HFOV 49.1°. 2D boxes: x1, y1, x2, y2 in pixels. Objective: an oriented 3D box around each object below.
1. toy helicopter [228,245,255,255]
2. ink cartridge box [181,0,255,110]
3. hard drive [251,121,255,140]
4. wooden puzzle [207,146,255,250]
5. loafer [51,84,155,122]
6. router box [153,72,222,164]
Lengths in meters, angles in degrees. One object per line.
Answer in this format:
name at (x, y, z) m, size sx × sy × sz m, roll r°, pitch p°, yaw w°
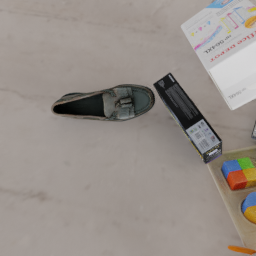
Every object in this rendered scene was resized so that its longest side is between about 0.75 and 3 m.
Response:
toy helicopter at (2.910, 2.975, 5.078) m, size 2.622 × 1.034 × 1.734 m, roll -1°, pitch 56°, yaw -5°
ink cartridge box at (2.603, -1.823, 6.726) m, size 1.601 × 1.560 × 2.491 m, roll -32°, pitch 42°, yaw 19°
hard drive at (3.581, -0.024, 7.141) m, size 0.658 × 0.178 × 0.943 m, roll 21°, pitch 60°, yaw 17°
wooden puzzle at (3.229, 1.359, 6.388) m, size 2.165 × 0.541 × 2.338 m, roll -9°, pitch 52°, yaw -5°
loafer at (-0.652, -0.531, 6.943) m, size 2.602 × 0.818 × 0.935 m, roll -4°, pitch 102°, yaw 17°
router box at (1.448, -0.170, 6.634) m, size 0.513 × 1.543 × 1.963 m, roll -34°, pitch 68°, yaw 7°
